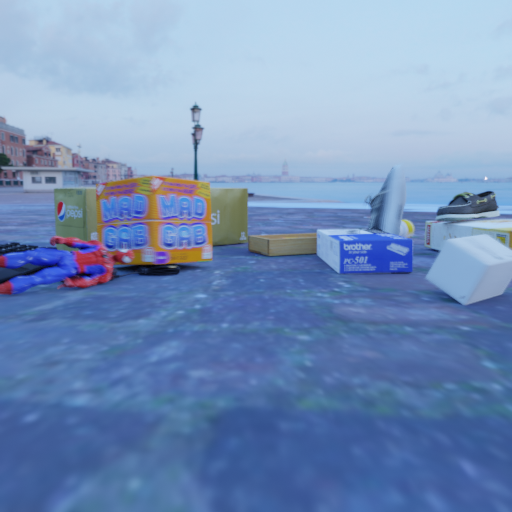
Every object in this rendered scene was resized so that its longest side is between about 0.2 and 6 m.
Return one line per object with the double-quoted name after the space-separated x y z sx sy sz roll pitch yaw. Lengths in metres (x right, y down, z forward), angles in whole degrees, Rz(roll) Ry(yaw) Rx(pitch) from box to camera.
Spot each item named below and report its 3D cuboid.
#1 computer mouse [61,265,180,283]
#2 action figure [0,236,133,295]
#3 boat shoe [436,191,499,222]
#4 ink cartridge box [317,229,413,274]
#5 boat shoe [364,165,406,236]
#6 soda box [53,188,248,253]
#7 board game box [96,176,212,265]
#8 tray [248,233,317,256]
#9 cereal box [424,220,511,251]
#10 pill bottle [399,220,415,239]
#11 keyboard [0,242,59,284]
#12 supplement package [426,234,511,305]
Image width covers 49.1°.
-1.886 0.177 7.820 1.712 0.291 0.502 -3 7 -31 "computer mouse"
-2.397 0.115 6.854 2.056 0.673 0.531 -9 -16 -48 "action figure"
4.015 -0.959 10.709 1.781 0.536 0.635 -7 3 -39 "boat shoe"
1.710 -0.123 9.280 1.114 0.524 2.370 -1 7 -2 "ink cartridge box"
2.749 -1.058 12.013 0.739 2.164 0.799 -1 -30 28 "boat shoe"
-2.023 -0.799 11.736 4.025 1.288 1.363 -7 10 -44 "soda box"
-1.575 -0.509 8.714 1.263 1.263 1.264 -1 1 37 "board game box"
0.911 -0.237 11.028 1.927 0.357 0.950 -2 7 -25 "tray"
4.774 -0.288 10.028 2.380 0.654 3.308 -1 7 -6 "cereal box"
3.466 -0.614 13.509 0.490 0.490 0.875 5 8 34 "pill bottle"
-4.223 -0.052 7.772 2.085 0.794 4.006 0 6 2 "keyboard"
2.481 0.138 6.336 0.931 0.546 0.544 -7 38 -42 "supplement package"
